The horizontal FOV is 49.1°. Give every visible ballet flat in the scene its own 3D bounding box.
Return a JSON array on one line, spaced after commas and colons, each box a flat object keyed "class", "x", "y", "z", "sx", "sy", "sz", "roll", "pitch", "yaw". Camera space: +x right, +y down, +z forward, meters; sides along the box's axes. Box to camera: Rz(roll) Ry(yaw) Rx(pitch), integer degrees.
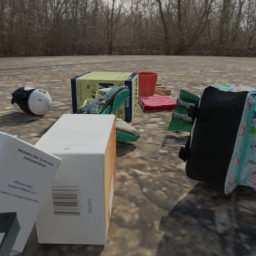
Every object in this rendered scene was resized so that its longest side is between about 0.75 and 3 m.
[{"class": "ballet flat", "x": -0.814, "y": -0.810, "z": 8.920, "sx": 0.978, "sy": 0.978, "sz": 2.634, "roll": 8, "pitch": 30, "yaw": 22}, {"class": "ballet flat", "x": -0.938, "y": -0.131, "z": 9.472, "sx": 2.844, "sy": 0.887, "sz": 0.959, "roll": 5, "pitch": -24, "yaw": 14}]

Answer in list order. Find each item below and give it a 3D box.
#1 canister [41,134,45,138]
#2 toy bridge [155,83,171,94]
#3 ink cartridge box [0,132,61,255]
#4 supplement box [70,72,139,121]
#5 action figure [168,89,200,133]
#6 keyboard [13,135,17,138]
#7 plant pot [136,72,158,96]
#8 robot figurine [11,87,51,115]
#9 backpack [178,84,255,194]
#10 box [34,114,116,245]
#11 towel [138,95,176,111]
[{"class": "canister", "x": -1.378, "y": 0.706, "z": 7.481, "sx": 1.912, "sy": 0.827, "sz": 1.420, "roll": 1, "pitch": 18, "yaw": -2}, {"class": "toy bridge", "x": 2.005, "y": -2.504, "z": 17.836, "sx": 0.804, "sy": 0.325, "sz": 2.391, "roll": -4, "pitch": 19, "yaw": -9}, {"class": "ink cartridge box", "x": -2.199, "y": 1.175, "z": 3.630, "sx": 1.729, "sy": 2.369, "sz": 0.996, "roll": 12, "pitch": -17, "yaw": 32}, {"class": "supplement box", "x": -0.920, "y": -1.529, "z": 12.701, "sx": 2.562, "sy": 1.722, "sz": 2.565, "roll": 3, "pitch": 19, "yaw": 8}, {"class": "action figure", "x": 3.054, "y": -0.359, "z": 9.989, "sx": 2.911, "sy": 1.719, "sz": 0.796, "roll": 16, "pitch": -11, "yaw": 13}, {"class": "keyboard", "x": -3.950, "y": 0.622, "z": 8.895, "sx": 0.604, "sy": 0.114, "sz": 2.144, "roll": 0, "pitch": 18, "yaw": -16}, {"class": "plant pot", "x": 1.017, "y": -2.584, "z": 16.538, "sx": 1.465, "sy": 1.296, "sz": 1.465, "roll": 0, "pitch": 19, "yaw": 0}, {"class": "robot figurine", "x": -4.391, "y": -1.259, "z": 12.705, "sx": 1.932, "sy": 1.206, "sz": 1.452, "roll": 10, "pitch": 33, "yaw": 29}, {"class": "backpack", "x": 2.703, "y": 0.155, "z": 6.732, "sx": 2.023, "sy": 2.385, "sz": 2.687, "roll": 15, "pitch": 14, "yaw": 30}, {"class": "box", "x": -0.917, "y": 0.834, "z": 5.590, "sx": 1.221, "sy": 1.748, "sz": 2.296, "roll": 0, "pitch": 19, "yaw": 2}, {"class": "towel", "x": 1.538, "y": -1.357, "z": 14.481, "sx": 1.878, "sy": 0.292, "sz": 2.596, "roll": -2, "pitch": 18, "yaw": -8}]
